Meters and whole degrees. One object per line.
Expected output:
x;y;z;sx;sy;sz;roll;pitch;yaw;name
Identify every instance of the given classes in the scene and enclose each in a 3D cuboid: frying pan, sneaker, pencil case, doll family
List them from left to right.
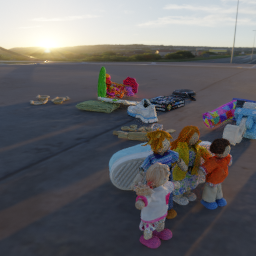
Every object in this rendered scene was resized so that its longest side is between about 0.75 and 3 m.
0.664;-0.893;12.606;0.802;0.927;2.139;-11;19;-28;sneaker
0.971;0.712;7.016;2.990;1.105;1.225;-3;22;-11;sneaker
0.871;0.847;5.454;2.821;1.751;1.271;-14;22;-39;doll family
3.496;-2.116;17.577;1.607;0.432;2.657;4;14;14;frying pan
3.715;-0.559;10.985;1.605;0.710;0.710;-23;22;-11;pencil case

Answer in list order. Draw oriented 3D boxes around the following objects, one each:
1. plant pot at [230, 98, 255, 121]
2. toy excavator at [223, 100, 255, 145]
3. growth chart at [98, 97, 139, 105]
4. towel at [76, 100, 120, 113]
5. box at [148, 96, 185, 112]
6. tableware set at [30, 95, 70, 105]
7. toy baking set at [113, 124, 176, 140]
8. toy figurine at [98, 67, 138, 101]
5.119;-0.776;12.211;0.882;0.981;0.981;-6;16;-44;plant pot
4.047;-0.031;9.694;1.062;2.126;2.067;12;-23;38;toy excavator
-0.477;-1.403;14.715;1.852;0.227;2.560;10;6;22;growth chart
-1.513;-1.109;14.221;1.967;0.359;1.459;5;15;16;towel
1.890;-1.302;14.736;1.476;0.427;1.857;14;22;38;box
-4.477;-1.650;16.171;2.240;0.260;1.871;-2;17;-5;tableware set
0.622;0.088;10.475;2.292;0.267;1.759;3;17;9;toy baking set
-0.480;-2.453;16.981;2.359;1.924;2.563;5;37;-17;toy figurine
